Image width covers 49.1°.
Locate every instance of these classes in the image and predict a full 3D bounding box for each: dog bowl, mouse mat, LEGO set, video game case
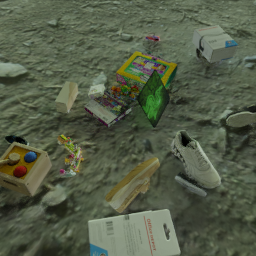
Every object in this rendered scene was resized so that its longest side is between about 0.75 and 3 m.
[{"bbox_3d":[4.297,-3.806,14.641,1.544,0.453,1.544,0,50,0],"label":"dog bowl"},{"bbox_3d":[1.141,-1.259,11.843,0.078,1.675,2.082,-4,42,39],"label":"mouse mat"},{"bbox_3d":[-2.134,0.857,10.444,0.920,0.744,1.999,-5,49,-14],"label":"LEGO set"},{"bbox_3d":[-0.892,-0.863,12.266,1.559,0.279,1.413,36,58,26],"label":"video game case"}]

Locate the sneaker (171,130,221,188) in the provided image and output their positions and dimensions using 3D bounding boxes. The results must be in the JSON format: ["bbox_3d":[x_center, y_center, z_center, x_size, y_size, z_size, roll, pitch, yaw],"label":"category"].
[{"bbox_3d":[2.435,1.105,10.166,0.921,0.994,2.452,-23,55,-20],"label":"sneaker"}]

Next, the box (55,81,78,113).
[{"bbox_3d":[-2.715,-1.370,12.464,0.535,0.654,1.377,11,52,7],"label":"box"}]

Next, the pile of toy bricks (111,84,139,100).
[{"bbox_3d":[-0.183,-1.732,12.765,1.300,0.642,0.721,12,51,10],"label":"pile of toy bricks"}]

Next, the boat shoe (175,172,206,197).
[{"bbox_3d":[2.223,1.946,9.786,1.210,0.415,0.343,30,69,25],"label":"boat shoe"}]

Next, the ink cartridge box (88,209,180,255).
[{"bbox_3d":[0.137,3.391,8.316,2.482,0.828,1.438,-7,50,-6],"label":"ink cartridge box"}]

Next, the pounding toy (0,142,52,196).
[{"bbox_3d":[-3.955,1.358,9.753,1.776,1.263,1.635,15,51,13],"label":"pounding toy"}]

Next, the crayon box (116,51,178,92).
[{"bbox_3d":[0.916,-2.616,13.489,2.314,0.675,1.997,23,55,18],"label":"crayon box"}]

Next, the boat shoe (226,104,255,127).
[{"bbox_3d":[5.005,-0.613,11.708,2.249,0.831,0.678,-11,51,-13],"label":"boat shoe"}]

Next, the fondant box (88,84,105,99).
[{"bbox_3d":[-1.423,-1.675,12.746,0.610,0.246,0.846,-11,32,12],"label":"fondant box"}]

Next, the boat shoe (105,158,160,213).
[{"bbox_3d":[0.295,1.941,9.605,2.315,0.853,0.801,-38,98,-20],"label":"boat shoe"}]

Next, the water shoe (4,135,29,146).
[{"bbox_3d":[-4.423,0.436,11.073,1.096,0.433,0.392,17,52,14],"label":"water shoe"}]

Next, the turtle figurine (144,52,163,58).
[{"bbox_3d":[1.274,-3.593,14.391,0.851,0.572,1.136,-9,31,-29],"label":"turtle figurine"}]

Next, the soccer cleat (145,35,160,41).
[{"bbox_3d":[1.386,-5.059,15.829,0.808,0.270,0.309,2,50,-2],"label":"soccer cleat"}]

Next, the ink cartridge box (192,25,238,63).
[{"bbox_3d":[4.371,-4.308,14.242,1.409,0.813,1.943,-15,52,-12],"label":"ink cartridge box"}]
